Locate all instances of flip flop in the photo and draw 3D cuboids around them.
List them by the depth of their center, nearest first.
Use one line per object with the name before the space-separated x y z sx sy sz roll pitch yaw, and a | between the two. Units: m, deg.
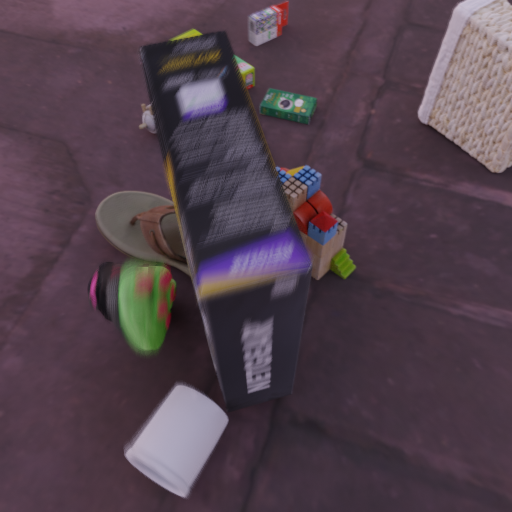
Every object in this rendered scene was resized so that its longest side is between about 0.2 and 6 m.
flip flop | -1.355 -0.318 10.191 3.486 1.004 1.414 30 63 15

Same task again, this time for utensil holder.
utensil holder | -1.112 2.613 8.019 1.015 1.015 1.195 24 58 17

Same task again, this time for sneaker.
sneaker | -1.919 0.694 8.341 1.321 3.152 1.210 11 82 -6

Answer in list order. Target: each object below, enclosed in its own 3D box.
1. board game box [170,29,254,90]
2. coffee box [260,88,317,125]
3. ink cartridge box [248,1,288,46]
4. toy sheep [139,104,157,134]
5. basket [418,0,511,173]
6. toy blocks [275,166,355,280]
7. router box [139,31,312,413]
board game box | -1.238 -4.684 13.810 1.162 0.545 2.288 -37 61 -24
coffee box | 0.755 -3.505 13.108 1.205 0.265 0.741 14 54 10
ink cartridge box | 0.409 -6.148 14.801 1.321 0.720 0.333 -31 59 -21
toy sheep | -2.195 -3.115 12.529 1.097 0.756 0.756 -35 61 -29
basket | 5.513 -3.873 11.724 2.937 2.964 2.384 -30 60 -20
toy blocks | 0.609 -0.873 10.113 2.773 1.895 1.386 37 62 24
router box | -0.408 -0.140 7.638 1.124 4.305 3.385 -14 62 -7
